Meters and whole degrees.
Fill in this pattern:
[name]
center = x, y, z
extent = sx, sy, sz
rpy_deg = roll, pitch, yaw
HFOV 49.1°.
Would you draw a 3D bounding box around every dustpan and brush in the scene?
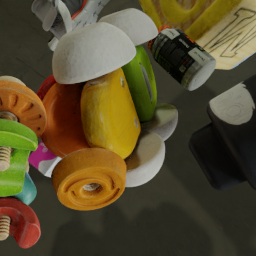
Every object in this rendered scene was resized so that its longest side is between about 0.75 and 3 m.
[dustpan and brush]
center = -1.607, -2.580, 6.149
extent = 1.190, 1.705, 0.488
rpy_deg = 47, 50, -5

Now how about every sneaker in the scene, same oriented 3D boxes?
[sneaker]
center = -1.382, -3.245, 7.524
extent = 2.615, 1.008, 1.071
rpy_deg = -46, 75, 18

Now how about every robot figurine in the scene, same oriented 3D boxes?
[robot figurine]
center = 2.437, -0.062, 4.467
extent = 2.827, 1.764, 2.124
rpy_deg = -31, 36, 16

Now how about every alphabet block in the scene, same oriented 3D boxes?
[alphabet block]
center = 2.297, -3.302, 7.206
extent = 2.755, 2.705, 2.691
rpy_deg = -7, 68, -37

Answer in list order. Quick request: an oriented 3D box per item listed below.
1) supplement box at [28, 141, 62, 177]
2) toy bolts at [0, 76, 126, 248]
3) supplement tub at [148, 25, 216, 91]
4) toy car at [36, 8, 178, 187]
[supplement box]
center = -1.484, 0.709, 5.767
extent = 0.537, 1.062, 0.549
rpy_deg = 33, 83, 20
[toy bolts]
center = -1.387, 0.518, 4.206
extent = 2.225, 2.329, 1.615
rpy_deg = 15, 34, -28
[supplement tub]
center = 1.062, -1.459, 5.722
extent = 0.811, 0.811, 1.324
rpy_deg = -33, 68, -23
[toy car]
center = -0.474, -0.526, 5.133
extent = 2.239, 2.613, 2.985
rpy_deg = -7, 27, 25
